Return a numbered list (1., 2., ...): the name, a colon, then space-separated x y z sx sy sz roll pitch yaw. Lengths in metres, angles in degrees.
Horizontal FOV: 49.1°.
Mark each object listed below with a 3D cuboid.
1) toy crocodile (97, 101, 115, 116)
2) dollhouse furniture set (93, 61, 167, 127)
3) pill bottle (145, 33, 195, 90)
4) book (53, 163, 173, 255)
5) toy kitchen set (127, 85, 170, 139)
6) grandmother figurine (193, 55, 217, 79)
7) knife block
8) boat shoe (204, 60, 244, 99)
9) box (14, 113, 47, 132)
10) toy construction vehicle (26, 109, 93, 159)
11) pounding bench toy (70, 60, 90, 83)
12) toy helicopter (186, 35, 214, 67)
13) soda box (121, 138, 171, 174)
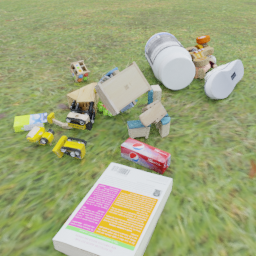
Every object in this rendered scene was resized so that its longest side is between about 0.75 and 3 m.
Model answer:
1. toy crocodile: -0.758 -0.646 9.750 0.324 0.296 0.959 -5 28 -34
2. dollhouse furniture set: -0.331 -0.735 8.989 1.435 2.076 2.199 -37 8 -26
3. pill bottle: 1.743 -2.864 11.899 1.635 1.635 2.875 -4 35 -6
4. book: -0.202 1.785 6.081 1.667 0.600 2.495 13 36 22
5. toy kitchen set: 0.540 -0.537 9.053 1.363 1.002 1.701 -6 35 -9
6. grandmother figurine: 3.482 -2.837 12.816 1.277 0.638 2.105 27 39 23
7. knife block: -1.320 -0.841 9.832 1.587 0.578 1.808 29 46 35
8. boat shoe: 3.642 -1.943 11.300 1.040 1.056 2.979 -5 27 45
9. box: -3.184 -0.197 9.223 1.036 0.247 0.632 -8 35 -12
10. toy construction vehicle: -1.896 0.205 8.428 1.891 0.666 1.646 8 46 17
11. pounding bench toy: -2.093 -2.296 12.068 0.579 0.932 0.727 -22 72 -26
12. toy helicopter: 3.090 -3.385 13.069 1.875 1.118 2.835 -9 27 9
13. soda box: 0.469 0.748 7.683 1.354 0.429 0.474 20 39 27
